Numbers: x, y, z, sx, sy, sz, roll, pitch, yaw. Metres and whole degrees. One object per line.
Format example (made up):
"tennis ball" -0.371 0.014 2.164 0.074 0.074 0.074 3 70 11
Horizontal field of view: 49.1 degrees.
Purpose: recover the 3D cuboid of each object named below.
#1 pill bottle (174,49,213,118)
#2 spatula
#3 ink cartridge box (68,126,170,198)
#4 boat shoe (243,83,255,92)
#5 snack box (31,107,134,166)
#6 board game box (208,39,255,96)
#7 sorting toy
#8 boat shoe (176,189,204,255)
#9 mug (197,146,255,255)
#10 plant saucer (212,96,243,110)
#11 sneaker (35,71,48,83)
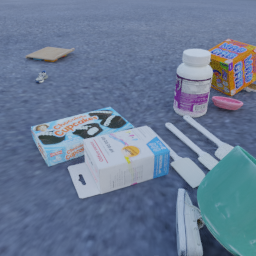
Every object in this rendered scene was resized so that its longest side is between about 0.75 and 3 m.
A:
"pill bottle" 2.138 -1.472 9.196 1.150 2.048 1.150 0 31 0
"spatula" 1.798 0.489 7.780 1.975 0.228 2.841 -17 34 -17
"ink cartridge box" -0.270 0.750 6.752 2.219 0.753 1.277 -13 33 -20
"boat shoe" 4.807 -1.582 11.081 0.309 0.302 0.871 -35 40 -18
"snack box" -1.292 0.143 8.035 2.559 0.475 1.487 -17 35 -26
"board game box" 3.981 -2.391 10.987 1.439 1.438 1.439 -31 40 -14
"sorting toy" -4.159 -3.961 15.085 2.022 0.369 1.872 8 31 21
"boat shoe" 1.235 1.752 5.298 0.613 0.531 1.437 3 33 5
"mug" 2.167 1.392 4.956 1.767 1.330 2.150 48 16 28
"plant saucer" 3.431 -0.859 9.742 1.041 0.264 1.041 8 19 -3
"sneaker" -3.784 -2.237 12.112 0.345 0.381 0.895 4 32 6
